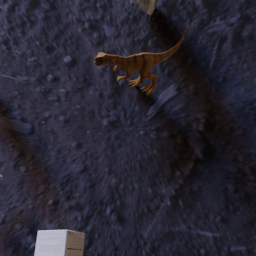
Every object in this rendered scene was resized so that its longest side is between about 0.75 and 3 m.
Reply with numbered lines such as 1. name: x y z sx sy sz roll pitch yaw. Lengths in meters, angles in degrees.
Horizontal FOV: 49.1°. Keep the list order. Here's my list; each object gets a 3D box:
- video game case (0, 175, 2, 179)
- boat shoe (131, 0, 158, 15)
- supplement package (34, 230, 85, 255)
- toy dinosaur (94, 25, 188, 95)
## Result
1. video game case: -4.028 1.410 7.208 1.117 0.123 1.016 33 84 -13
2. boat shoe: 0.463 -3.876 7.157 0.936 2.920 1.076 22 93 3
3. supplement package: -1.625 3.168 6.554 0.851 0.840 1.403 -9 62 20
4. toy dinosaur: 0.511 -1.731 7.518 2.735 1.453 0.826 -15 42 -14
